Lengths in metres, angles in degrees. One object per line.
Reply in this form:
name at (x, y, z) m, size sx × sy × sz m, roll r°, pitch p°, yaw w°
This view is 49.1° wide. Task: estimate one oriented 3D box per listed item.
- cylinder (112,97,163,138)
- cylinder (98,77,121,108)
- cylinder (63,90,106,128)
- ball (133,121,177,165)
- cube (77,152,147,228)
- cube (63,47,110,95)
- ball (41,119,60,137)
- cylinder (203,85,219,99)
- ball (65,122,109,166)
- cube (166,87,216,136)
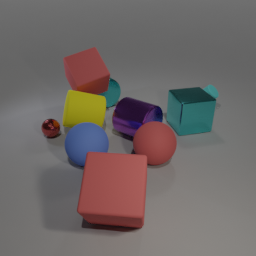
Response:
cylinder at (0.365, -0.329, 10.478) m, size 1.400 × 1.400 × 1.400 m, roll 21°, pitch 35°, yaw 32°
cylinder at (-1.254, -1.843, 13.207) m, size 1.400 × 1.400 × 1.400 m, roll -14°, pitch 32°, yaw -24°
cylinder at (-1.689, -0.645, 10.736) m, size 1.400 × 1.400 × 1.400 m, roll 9°, pitch 26°, yaw -18°
ball at (0.862, 0.487, 9.035) m, size 1.400 × 1.400 × 1.400 m, roll 0°, pitch 29°, yaw 0°
cube at (-0.284, 1.499, 6.676) m, size 1.400 × 1.400 × 1.400 m, roll 3°, pitch 63°, yaw 5°
cube at (-1.687, -2.169, 11.465) m, size 1.400 × 1.400 × 1.400 m, roll -24°, pitch 75°, yaw -16°
ball at (-2.926, -0.007, 10.623) m, size 0.700 × 0.700 × 0.700 m, roll 0°, pitch 29°, yaw 0°
cylinder at (3.747, -1.555, 13.130) m, size 0.700 × 0.700 × 0.700 m, roll 21°, pitch 51°, yaw -29°
ball at (-1.312, 0.518, 8.959) m, size 1.400 × 1.400 × 1.400 m, roll 0°, pitch 29°, yaw 0°
cube at (2.462, -0.697, 11.151) m, size 1.400 × 1.400 × 1.400 m, roll -7°, pitch 30°, yaw -13°
